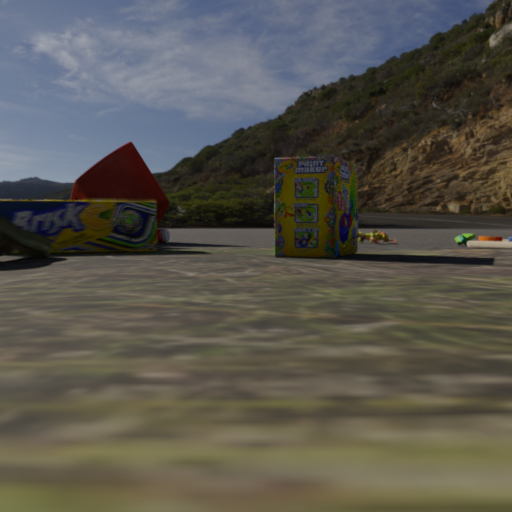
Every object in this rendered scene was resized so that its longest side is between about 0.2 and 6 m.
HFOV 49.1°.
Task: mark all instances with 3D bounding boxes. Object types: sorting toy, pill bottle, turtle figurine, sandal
[{"bbox_3d":[5.814,-0.359,13.745,2.166,0.319,1.601,3,5,39],"label":"sorting toy"},{"bbox_3d":[-3.042,-0.610,17.016,0.752,0.422,0.422,1,4,11],"label":"pill bottle"},{"bbox_3d":[3.346,-0.551,16.056,1.053,0.421,1.306,3,5,41],"label":"turtle figurine"},{"bbox_3d":[-4.253,-0.243,8.809,1.055,0.758,2.657,11,-10,24],"label":"sandal"}]

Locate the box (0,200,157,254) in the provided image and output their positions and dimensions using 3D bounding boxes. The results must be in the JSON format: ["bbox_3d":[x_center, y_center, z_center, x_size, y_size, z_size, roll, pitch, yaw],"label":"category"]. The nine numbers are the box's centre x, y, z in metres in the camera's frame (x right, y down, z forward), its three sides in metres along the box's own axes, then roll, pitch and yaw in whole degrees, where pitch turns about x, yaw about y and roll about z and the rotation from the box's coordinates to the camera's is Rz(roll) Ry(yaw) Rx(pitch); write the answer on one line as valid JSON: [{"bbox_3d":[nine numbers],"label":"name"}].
[{"bbox_3d":[-3.861,-0.623,11.772,3.404,1.095,1.193,-2,4,-17],"label":"box"}]

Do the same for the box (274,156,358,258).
[{"bbox_3d":[1.160,-0.891,10.512,1.122,1.772,1.840,1,4,24],"label":"box"}]

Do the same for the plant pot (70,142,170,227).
[{"bbox_3d":[-4.192,-1.640,16.531,1.973,2.238,2.236,-29,-7,-31],"label":"plant pot"}]
